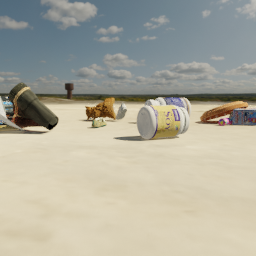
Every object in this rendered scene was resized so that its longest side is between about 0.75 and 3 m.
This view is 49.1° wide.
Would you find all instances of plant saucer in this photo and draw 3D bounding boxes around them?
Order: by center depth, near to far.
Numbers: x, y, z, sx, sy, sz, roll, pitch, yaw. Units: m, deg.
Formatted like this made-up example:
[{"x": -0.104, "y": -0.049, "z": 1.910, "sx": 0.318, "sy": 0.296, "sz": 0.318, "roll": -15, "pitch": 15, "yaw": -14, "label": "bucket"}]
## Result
[{"x": 4.578, "y": -0.828, "z": 13.495, "sx": 2.267, "sy": 0.366, "sz": 2.267, "roll": -16, "pitch": -8, "yaw": -2, "label": "plant saucer"}]

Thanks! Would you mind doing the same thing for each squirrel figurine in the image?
[{"x": -1.525, "y": -0.929, "z": 14.638, "sx": 1.565, "sy": 1.186, "sz": 1.677, "roll": -6, "pitch": 2, "yaw": 8, "label": "squirrel figurine"}]

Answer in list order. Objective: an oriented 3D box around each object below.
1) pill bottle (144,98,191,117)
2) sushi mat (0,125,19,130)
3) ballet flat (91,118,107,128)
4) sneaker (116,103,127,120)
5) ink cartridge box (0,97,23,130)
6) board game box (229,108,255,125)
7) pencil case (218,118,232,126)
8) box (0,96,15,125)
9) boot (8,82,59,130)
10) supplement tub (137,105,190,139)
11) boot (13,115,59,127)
[{"x": 1.876, "y": -0.861, "z": 13.449, "sx": 2.060, "sy": 1.192, "sz": 1.192, "roll": -2, "pitch": 7, "yaw": -24, "label": "pill bottle"}, {"x": -5.021, "y": 0.029, "z": 10.224, "sx": 1.827, "sy": 0.111, "sz": 0.874, "roll": -5, "pitch": 7, "yaw": -38, "label": "sushi mat"}, {"x": -1.147, "y": -0.234, "z": 11.389, "sx": 0.421, "sy": 0.421, "sz": 1.192, "roll": 2, "pitch": 6, "yaw": 17, "label": "ballet flat"}, {"x": -0.360, "y": -0.809, "z": 14.209, "sx": 0.410, "sy": 0.432, "sz": 1.072, "roll": -5, "pitch": -32, "yaw": -32, "label": "sneaker"}, {"x": -4.928, "y": -1.002, "z": 9.237, "sx": 2.275, "sy": 0.799, "sz": 2.799, "roll": 17, "pitch": -13, "yaw": 26, "label": "ink cartridge box"}, {"x": 5.612, "y": -0.540, "z": 12.664, "sx": 2.332, "sy": 0.720, "sz": 2.333, "roll": 0, "pitch": 6, "yaw": -4, "label": "board game box"}, {"x": 4.200, "y": -0.277, "z": 12.077, "sx": 0.351, "sy": 0.351, "sz": 0.795, "roll": 5, "pitch": 7, "yaw": 40, "label": "pencil case"}, {"x": -5.843, "y": -0.796, "z": 12.585, "sx": 2.692, "sy": 0.619, "sz": 2.140, "roll": -4, "pitch": 27, "yaw": -32, "label": "box"}, {"x": -3.237, "y": -0.414, "z": 10.162, "sx": 1.786, "sy": 1.000, "sz": 2.582, "roll": 41, "pitch": -11, "yaw": 2, "label": "boot"}, {"x": 1.031, "y": -0.189, "z": 8.264, "sx": 1.333, "sy": 0.969, "sz": 0.969, "roll": -4, "pitch": 7, "yaw": -25, "label": "supplement tub"}, {"x": -3.771, "y": -0.371, "z": 11.557, "sx": 1.377, "sy": 0.599, "sz": 1.656, "roll": -2, "pitch": 2, "yaw": 9, "label": "boot"}]
